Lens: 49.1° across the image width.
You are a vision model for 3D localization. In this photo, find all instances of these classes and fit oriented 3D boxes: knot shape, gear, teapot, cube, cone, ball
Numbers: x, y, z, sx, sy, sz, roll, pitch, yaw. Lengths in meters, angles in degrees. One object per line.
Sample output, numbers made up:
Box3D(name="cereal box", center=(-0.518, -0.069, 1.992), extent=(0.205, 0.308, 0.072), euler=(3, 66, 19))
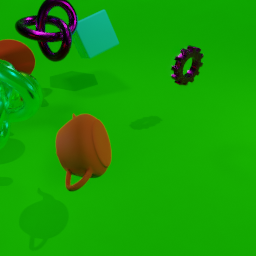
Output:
Box3D(name="knot shape", center=(-2.431, -0.588, 5.371), extent=(1.784, 1.906, 0.881), euler=(-21, -8, 40))
Box3D(name="gear", center=(1.643, -1.702, 7.718), extent=(1.093, 1.093, 0.202), euler=(-24, 43, -31))
Box3D(name="teapot", center=(-0.756, 0.279, 4.512), extent=(0.810, 1.029, 1.655), euler=(-14, 45, 13))
Box3D(name="cube", center=(-1.341, -3.478, 10.539), extent=(1.298, 1.298, 1.298), euler=(-31, 23, -13))
Box3D(name="knot shape", center=(-2.368, -3.241, 8.850), extent=(1.964, 0.908, 1.838), euler=(36, 82, 1))
Box3D(name="cone", center=(-2.985, -1.924, 7.039), extent=(1.113, 1.113, 1.117), euler=(-12, 45, -18))
Box3D(name="ball", center=(-2.630, -0.771, 6.608), extent=(1.195, 1.195, 1.195), euler=(0, 34, 0))
